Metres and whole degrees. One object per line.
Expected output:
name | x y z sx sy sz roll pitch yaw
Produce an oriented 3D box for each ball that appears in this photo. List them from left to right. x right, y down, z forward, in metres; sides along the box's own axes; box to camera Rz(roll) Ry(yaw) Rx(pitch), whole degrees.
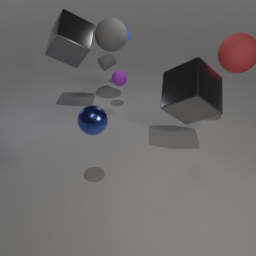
ball | -0.818 -0.179 6.502 0.700 0.700 0.700 0 29 0
ball | -0.723 -3.989 12.021 1.400 1.400 1.400 0 29 0
ball | -0.388 -2.228 12.553 0.700 0.700 0.700 0 29 0
ball | 3.945 -2.675 10.037 1.400 1.400 1.400 0 29 0

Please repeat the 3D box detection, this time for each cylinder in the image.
cylinder | -1.054 -3.343 14.035 0.700 0.700 0.700 -35 40 -16

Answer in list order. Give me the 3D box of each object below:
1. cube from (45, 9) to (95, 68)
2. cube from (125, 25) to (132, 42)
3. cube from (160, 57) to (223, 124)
cube | -2.333 -3.567 11.314 1.400 1.400 1.400 20 60 -27
cube | -0.362 -4.633 14.017 0.700 0.700 0.700 4 39 48
cube | 2.042 -1.126 8.940 1.400 1.400 1.400 -17 56 44
